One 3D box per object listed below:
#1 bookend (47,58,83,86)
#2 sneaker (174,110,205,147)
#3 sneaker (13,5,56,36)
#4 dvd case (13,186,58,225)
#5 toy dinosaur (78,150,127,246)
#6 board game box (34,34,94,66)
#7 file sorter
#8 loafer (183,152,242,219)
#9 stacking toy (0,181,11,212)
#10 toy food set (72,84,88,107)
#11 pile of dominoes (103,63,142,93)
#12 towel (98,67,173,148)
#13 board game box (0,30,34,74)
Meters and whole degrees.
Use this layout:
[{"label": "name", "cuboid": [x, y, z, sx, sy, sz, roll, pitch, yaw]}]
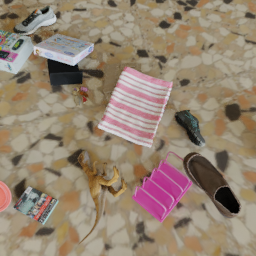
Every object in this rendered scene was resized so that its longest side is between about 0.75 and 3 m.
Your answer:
[{"label": "bookend", "cuboid": [-2.594, -2.371, 11.427, 1.270, 0.589, 1.278, -7, 47, -17]}, {"label": "sneaker", "cuboid": [2.331, -0.060, 10.009, 0.636, 0.605, 1.605, -23, 62, -16]}, {"label": "sneaker", "cuboid": [-4.354, -4.982, 12.892, 2.099, 0.832, 0.776, -35, 65, -18]}, {"label": "dvd case", "cuboid": [-2.879, 2.390, 8.761, 1.139, 0.125, 0.831, 22, 59, 13]}, {"label": "toy dinosaur", "cuboid": [-0.861, 2.004, 8.757, 1.567, 0.891, 2.950, -24, 52, 10]}, {"label": "board game box", "cuboid": [-2.652, -3.341, 11.778, 1.824, 0.375, 1.819, 18, 38, 12]}, {"label": "file sorter", "cuboid": [1.135, 1.722, 8.564, 1.172, 1.058, 1.687, 37, 60, 20]}, {"label": "loafer", "cuboid": [2.466, 1.563, 7.918, 0.807, 0.785, 2.211, -40, 82, -9]}, {"label": "stacking toy", "cuboid": [-4.652, 2.061, 8.109, 2.034, 1.842, 0.859, -41, 35, -23]}, {"label": "toy food set", "cuboid": [-1.860, -1.348, 11.048, 0.659, 0.163, 1.037, -17, 60, -10]}, {"label": "pile of dominoes", "cuboid": [-0.197, -1.971, 11.471, 1.491, 0.305, 1.913, 2, 50, 2]}, {"label": "towel", "cuboid": [0.319, -0.866, 10.345, 2.071, 0.423, 2.830, 20, 66, 6]}, {"label": "board game box", "cuboid": [-5.421, -3.349, 11.973, 2.176, 0.699, 1.605, 15, 59, 10]}]
